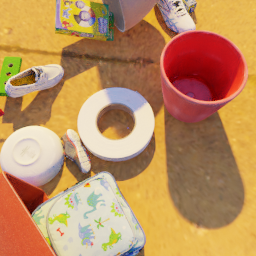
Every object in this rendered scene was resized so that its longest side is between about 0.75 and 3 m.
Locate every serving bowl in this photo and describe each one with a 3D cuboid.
[{"bbox_3d":[-2.557,0.677,7.332,1.688,0.555,1.688,0,70,-1],"label":"serving bowl"}]

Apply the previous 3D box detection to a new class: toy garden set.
[{"bbox_3d":[-4.560,-0.951,7.992,2.794,0.558,2.329,2,67,0],"label":"toy garden set"}]

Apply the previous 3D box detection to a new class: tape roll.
[{"bbox_3d":[-0.321,-0.132,7.727,2.119,0.387,2.119,0,68,0],"label":"tape roll"}]

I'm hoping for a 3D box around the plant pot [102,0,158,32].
[{"bbox_3d":[0.105,-4.409,8.048,1.801,2.683,2.683,-26,71,-4],"label":"plant pot"}]

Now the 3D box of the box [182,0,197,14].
[{"bbox_3d":[1.857,-4.334,9.356,0.336,0.366,1.045,-27,71,-10],"label":"box"}]

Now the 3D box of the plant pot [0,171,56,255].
[{"bbox_3d":[-2.277,2.759,5.456,2.275,2.579,2.581,-37,73,-12],"label":"plant pot"}]

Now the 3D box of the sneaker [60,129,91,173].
[{"bbox_3d":[-1.426,0.679,7.467,0.520,0.489,1.270,-33,70,17],"label":"sneaker"}]

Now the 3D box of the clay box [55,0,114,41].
[{"bbox_3d":[-1.274,-3.324,8.577,1.843,0.439,1.059,2,82,-18],"label":"clay box"}]

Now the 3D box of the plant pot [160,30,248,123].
[{"bbox_3d":[1.772,-1.152,7.341,2.078,1.839,2.078,0,69,1],"label":"plant pot"}]

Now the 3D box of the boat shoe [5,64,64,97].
[{"bbox_3d":[-2.549,-1.432,7.847,1.787,0.624,0.634,-27,85,-32],"label":"boat shoe"}]

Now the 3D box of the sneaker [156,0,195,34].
[{"bbox_3d":[1.452,-3.879,8.969,0.785,0.791,2.183,-26,72,-11],"label":"sneaker"}]

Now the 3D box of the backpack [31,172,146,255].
[{"bbox_3d":[-0.974,2.211,6.097,2.245,1.650,2.055,-27,69,-11],"label":"backpack"}]
